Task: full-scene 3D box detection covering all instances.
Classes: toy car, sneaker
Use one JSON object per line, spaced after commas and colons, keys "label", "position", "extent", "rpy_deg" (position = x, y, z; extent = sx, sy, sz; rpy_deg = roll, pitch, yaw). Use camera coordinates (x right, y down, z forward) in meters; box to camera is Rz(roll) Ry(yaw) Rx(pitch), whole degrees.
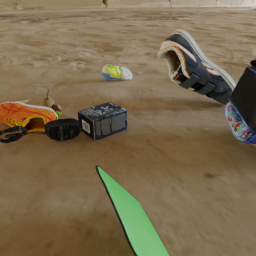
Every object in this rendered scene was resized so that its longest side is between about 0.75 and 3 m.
{"label": "toy car", "position": [-2.298, -0.737, 8.300], "extent": [0.608, 0.771, 0.633], "rpy_deg": [-5, 28, -11]}
{"label": "sneaker", "position": [-2.889, -0.272, 7.528], "extent": [1.930, 0.704, 0.745], "rpy_deg": [3, 39, 11]}
{"label": "sneaker", "position": [2.132, -1.639, 8.855], "extent": [1.177, 2.963, 1.162], "rpy_deg": [-45, 1, -20]}
{"label": "sneaker", "position": [-0.509, -2.192, 11.368], "extent": [1.349, 0.511, 0.709], "rpy_deg": [13, -22, -35]}

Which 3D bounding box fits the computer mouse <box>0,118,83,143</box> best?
{"label": "computer mouse", "position": [-2.130, 0.051, 6.878], "extent": [2.022, 0.593, 0.344], "rpy_deg": [-5, 47, -17]}

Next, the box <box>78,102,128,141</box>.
{"label": "box", "position": [-0.663, -0.209, 7.508], "extent": [1.087, 0.582, 0.806], "rpy_deg": [-20, 33, -34]}

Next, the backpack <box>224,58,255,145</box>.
{"label": "backpack", "position": [3.758, -0.283, 6.433], "extent": [2.432, 1.636, 2.220], "rpy_deg": [20, 28, -8]}

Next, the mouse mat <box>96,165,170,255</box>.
{"label": "mouse mat", "position": [0.146, 1.321, 3.869], "extent": [0.063, 1.348, 1.676], "rpy_deg": [-39, 37, 3]}
